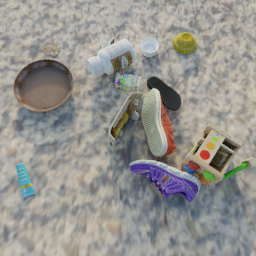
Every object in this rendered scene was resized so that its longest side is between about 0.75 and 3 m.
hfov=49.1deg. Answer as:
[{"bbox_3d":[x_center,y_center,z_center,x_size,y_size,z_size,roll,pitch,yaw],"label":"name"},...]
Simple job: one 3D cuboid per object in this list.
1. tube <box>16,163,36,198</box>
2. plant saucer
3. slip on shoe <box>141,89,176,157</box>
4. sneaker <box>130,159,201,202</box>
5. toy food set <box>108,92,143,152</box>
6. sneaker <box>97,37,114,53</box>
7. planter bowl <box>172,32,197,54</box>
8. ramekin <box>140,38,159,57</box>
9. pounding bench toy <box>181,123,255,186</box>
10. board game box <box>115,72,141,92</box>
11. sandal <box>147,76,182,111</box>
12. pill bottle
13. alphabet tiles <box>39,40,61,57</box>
[{"bbox_3d":[-3.596,1.800,9.720,0.442,0.288,1.143,-21,76,-10],"label":"tube"},{"bbox_3d":[-3.270,-1.629,11.005,2.335,0.402,2.335,0,67,0],"label":"plant saucer"},{"bbox_3d":[1.133,-0.211,10.258,0.836,1.012,2.731,11,56,-34],"label":"slip on shoe"},{"bbox_3d":[1.174,1.755,9.372,2.470,0.996,1.031,20,75,7],"label":"sneaker"},{"bbox_3d":[-0.080,-0.183,9.872,0.600,1.425,1.985,27,70,5],"label":"toy food set"},{"bbox_3d":[-0.929,-3.420,11.716,0.459,0.413,1.063,24,70,12],"label":"sneaker"},{"bbox_3d":[2.426,-3.684,11.796,1.077,0.448,1.077,0,68,0],"label":"planter bowl"},{"bbox_3d":[0.892,-3.341,11.695,0.767,0.374,0.767,0,69,-1],"label":"ramekin"},{"bbox_3d":[3.063,1.195,9.398,2.058,1.279,1.605,33,72,12],"label":"pounding bench toy"},{"bbox_3d":[0.002,-1.778,11.007,0.959,0.494,0.503,11,69,4],"label":"board game box"},{"bbox_3d":[1.440,-1.316,10.910,0.701,0.446,1.864,-30,59,-11],"label":"sandal"},{"bbox_3d":[-0.680,-2.711,11.100,1.775,1.015,1.015,-29,71,-11],"label":"pill bottle"},{"bbox_3d":[-3.270,-3.350,11.886,0.783,0.030,0.655,36,72,14],"label":"alphabet tiles"}]
